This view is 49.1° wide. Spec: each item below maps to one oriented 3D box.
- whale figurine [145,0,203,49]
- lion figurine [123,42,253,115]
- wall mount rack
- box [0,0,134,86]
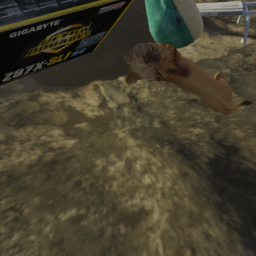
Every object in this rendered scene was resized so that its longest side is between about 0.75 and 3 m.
[{"bbox_3d":[0.883,-3.138,7.206,1.259,2.426,1.930,-34,11,15],"label":"whale figurine"},{"bbox_3d":[1.349,-0.979,5.840,2.835,1.027,1.736,24,18,9],"label":"lion figurine"},{"bbox_3d":[2.838,-3.503,9.076,2.952,1.101,2.565,5,38,15],"label":"wall mount rack"},{"bbox_3d":[-1.414,-1.812,5.213,2.708,2.162,0.668,-32,94,-33],"label":"box"}]
